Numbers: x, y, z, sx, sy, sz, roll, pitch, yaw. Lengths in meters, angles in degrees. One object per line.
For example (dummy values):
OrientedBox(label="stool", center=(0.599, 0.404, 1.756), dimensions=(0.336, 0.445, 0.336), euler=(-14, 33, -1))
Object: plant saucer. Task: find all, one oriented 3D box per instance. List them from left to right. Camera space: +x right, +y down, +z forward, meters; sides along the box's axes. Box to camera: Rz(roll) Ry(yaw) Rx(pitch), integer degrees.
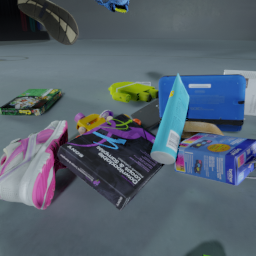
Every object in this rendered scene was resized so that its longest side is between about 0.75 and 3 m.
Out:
OrientedBox(label="plant saucer", center=(1.755, 0.058, 7.674), dimensions=(1.702, 0.301, 1.702), euler=(4, -7, 1))

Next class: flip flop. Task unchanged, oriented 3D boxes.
OrientedBox(label="flip flop", center=(-1.572, -2.220, 5.644), dimensions=(1.440, 0.584, 0.415), euler=(35, 10, 4))

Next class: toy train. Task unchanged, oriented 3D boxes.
OrientedBox(label="toy train", center=(-0.530, 0.396, 7.510), dimensions=(2.520, 0.701, 1.893), euler=(-3, 44, -32))

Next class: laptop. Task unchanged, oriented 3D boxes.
OrientedBox(label="laptop", center=(1.362, -0.228, 9.662), dimensions=(2.014, 1.167, 1.886), euler=(-30, 21, 2))

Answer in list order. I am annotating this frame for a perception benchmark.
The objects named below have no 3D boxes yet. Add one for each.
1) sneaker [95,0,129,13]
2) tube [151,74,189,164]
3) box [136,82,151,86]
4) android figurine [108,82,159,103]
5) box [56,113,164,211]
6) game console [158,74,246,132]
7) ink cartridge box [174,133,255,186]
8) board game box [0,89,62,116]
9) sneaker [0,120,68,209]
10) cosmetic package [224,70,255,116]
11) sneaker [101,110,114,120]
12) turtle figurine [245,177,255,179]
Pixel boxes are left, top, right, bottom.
OrientedBox(label="sneaker", center=(-0.526, -4.182, 9.164), dimensions=(0.932, 1.109, 2.829), euler=(-24, 16, -3))
OrientedBox(label="tube", center=(1.089, -0.223, 6.584), dimensions=(0.550, 0.846, 2.184), euler=(2, 55, 30))
OrientedBox(label="box", center=(0.744, -2.172, 14.434), dimensions=(0.807, 0.213, 1.035), euler=(2, 21, 6))
OrientedBox(label="android figurine", center=(0.199, -1.659, 12.772), dimensions=(2.418, 0.497, 2.201), euler=(16, 27, 33))
OrientedBox(label="box", center=(-0.148, 0.586, 6.394), dimensions=(1.747, 0.441, 2.444), euler=(34, 35, 16))
OrientedBox(label="game console", center=(2.126, -0.642, 8.057), dimensions=(2.246, 1.917, 1.329), euler=(2, 20, 19))
OrientedBox(label="ink cartridge box", center=(2.125, 0.659, 6.359), dimensions=(1.802, 0.688, 1.230), euler=(9, 22, 43))
OrientedBox(label="board game box", center=(-3.929, -1.150, 11.737), dimensions=(1.572, 0.352, 3.000), euler=(-1, 22, 4))
OrientedBox(label="sneaker", center=(-2.083, 0.592, 6.235), dimensions=(1.260, 1.162, 2.856), euler=(3, 21, 2))
OrientedBox(label="cosmetic package", center=(4.522, -1.370, 10.761), dimensions=(1.741, 1.435, 1.436), euler=(5, 23, 15))
OrientedBox(label="sneaker", center=(-0.794, -0.261, 9.451), dimensions=(0.473, 0.430, 1.070), euler=(21, 34, 29))
OrientedBox(label="turtle figurine", center=(3.500, 0.954, 5.313), dimensions=(2.169, 1.092, 1.624), euler=(-1, 20, 8))
